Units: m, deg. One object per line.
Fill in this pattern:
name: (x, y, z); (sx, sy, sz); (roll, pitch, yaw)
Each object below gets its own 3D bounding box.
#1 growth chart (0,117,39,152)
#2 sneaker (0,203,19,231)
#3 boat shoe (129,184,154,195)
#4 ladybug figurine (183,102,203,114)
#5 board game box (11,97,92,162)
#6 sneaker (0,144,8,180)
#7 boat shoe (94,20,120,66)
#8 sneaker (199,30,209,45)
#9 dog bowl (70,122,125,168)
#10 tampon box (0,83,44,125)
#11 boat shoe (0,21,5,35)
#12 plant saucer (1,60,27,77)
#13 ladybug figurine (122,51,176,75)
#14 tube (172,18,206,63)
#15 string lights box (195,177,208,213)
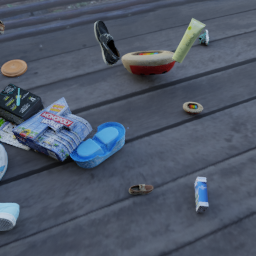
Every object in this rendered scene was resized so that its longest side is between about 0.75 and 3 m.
growth chart: (-4.302, 0.037, 11.538); (2.706, 0.240, 1.958); (13, 51, 9)
sneaker: (-4.613, 2.784, 9.085); (2.247, 0.831, 0.921); (4, 30, 2)
boat shoe: (0.469, 2.131, 9.786); (0.880, 0.316, 0.333); (-9, 52, -7)
ladybug figurine: (2.819, -0.844, 12.175); (0.877, 0.315, 0.595); (10, 52, 8)
board game box: (-2.745, -0.114, 10.917); (2.418, 0.746, 2.416); (17, 51, 28)
sneaker: (-5.083, 1.542, 9.786); (1.008, 1.064, 2.635); (5, 50, 6)
boat shoe: (-0.689, -3.008, 9.703); (0.592, 0.558, 1.649); (-13, 81, -41)
sneaker: (4.166, -5.035, 15.487); (0.529, 0.450, 1.159); (1, 50, 6)
dog bowl: (-1.088, 0.663, 10.651); (2.310, 0.573, 1.288); (-35, 45, -23)
tampon box: (-4.470, -0.863, 11.538); (1.575, 0.994, 1.180); (25, 57, 12)
boat shoe: (-4.551, -3.620, 9.929); (0.407, 0.386, 1.075); (12, 22, -36)
plant saucer: (-5.700, -3.020, 14.002); (1.252, 0.202, 1.252); (0, 51, 0)
ladybug figurine: (1.023, -3.072, 13.274); (2.717, 0.977, 1.844); (5, 25, 23)
tube: (2.330, -3.401, 11.022); (0.490, 1.688, 0.438); (26, 25, -10)
string lights box: (2.495, 2.265, 9.533); (0.310, 0.540, 1.051); (4, 51, 3)
